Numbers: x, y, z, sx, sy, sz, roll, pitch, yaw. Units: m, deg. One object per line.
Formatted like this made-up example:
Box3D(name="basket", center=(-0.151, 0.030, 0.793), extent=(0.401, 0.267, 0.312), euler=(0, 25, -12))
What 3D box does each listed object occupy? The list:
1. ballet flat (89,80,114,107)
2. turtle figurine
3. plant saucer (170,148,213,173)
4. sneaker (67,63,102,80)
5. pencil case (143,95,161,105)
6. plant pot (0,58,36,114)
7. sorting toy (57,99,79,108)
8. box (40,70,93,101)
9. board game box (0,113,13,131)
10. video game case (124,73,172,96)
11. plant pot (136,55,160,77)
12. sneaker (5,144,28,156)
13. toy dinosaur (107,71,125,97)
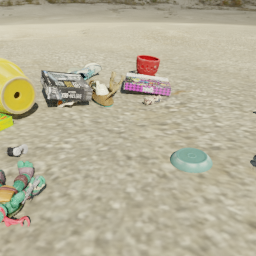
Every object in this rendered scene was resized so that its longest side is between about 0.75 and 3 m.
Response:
Box3D(name="ballet flat", center=(-1.330, -1.711, 12.928), extent=(0.785, 0.837, 2.314), euler=(-12, 29, -21))
Box3D(name="turtle figurine", center=(-2.781, 1.409, 6.203), extent=(1.756, 1.181, 2.345), euler=(7, 8, -16))
Box3D(name="plant saucer", center=(1.881, 0.893, 8.311), extent=(1.246, 0.224, 1.246), euler=(0, 26, 0))
Box3D(name="sneaker", center=(-2.378, -3.072, 16.014), extent=(2.101, 0.815, 0.907), euler=(-22, 45, -24))
Box3D(name="pencil case", center=(1.096, -1.251, 12.566), extent=(0.857, 0.333, 0.383), euler=(-15, 35, -28))
Box3D(name="plant pot", center=(-4.761, -1.500, 10.915), extent=(2.087, 2.218, 2.218), euler=(22, 34, 37))
Box3D(name="sorting toy", center=(-2.497, -1.181, 12.203), extent=(0.820, 0.486, 0.910), euler=(17, 31, 38))
Box3D(name="box", center=(-2.783, -1.895, 12.398), extent=(1.846, 0.583, 2.341), euler=(1, 26, -25))
Box3D(name="board game box", center=(-5.068, -0.049, 10.050), extent=(0.816, 0.382, 1.606), euler=(14, 30, 27))
Box3D(name="video game case", center=(0.969, -2.252, 14.194), extent=(2.280, 0.408, 2.067), euler=(8, 24, -2))
Box3D(name="plant pot", center=(1.093, -3.404, 15.884), extent=(1.327, 1.209, 1.327), euler=(5, 27, -2))
Box3D(name="sneaker", center=(-3.408, 0.670, 8.547), extent=(0.449, 0.298, 0.789), euler=(-2, 4, 9))
Box3D(name="toy dinosaur", center=(-0.635, -1.895, 12.839), extent=(0.719, 1.249, 2.469), euler=(19, 7, -15))
